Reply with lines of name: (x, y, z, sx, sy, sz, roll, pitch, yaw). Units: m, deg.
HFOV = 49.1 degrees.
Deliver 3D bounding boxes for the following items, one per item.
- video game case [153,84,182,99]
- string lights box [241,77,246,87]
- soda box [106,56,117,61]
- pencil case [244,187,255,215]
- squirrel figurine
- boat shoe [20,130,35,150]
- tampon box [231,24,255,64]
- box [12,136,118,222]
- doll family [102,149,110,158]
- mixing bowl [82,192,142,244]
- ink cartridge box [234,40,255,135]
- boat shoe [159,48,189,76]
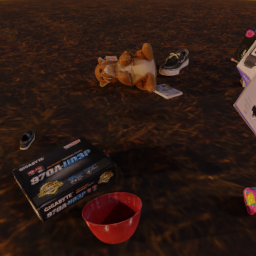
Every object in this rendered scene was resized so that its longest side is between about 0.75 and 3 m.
video game case: (1.644, -1.607, 12.165, 0.856, 0.108, 1.195, -19, 36, -28)
string lights box: (5.845, -2.092, 12.705, 1.253, 0.369, 0.644, 4, 31, 6)
soda box: (-0.807, -3.197, 14.393, 0.565, 0.534, 1.669, -3, 31, -5)
pencil case: (3.411, 1.606, 6.358, 1.491, 0.659, 0.659, -2, 31, -5)
squirrel figurine: (-0.075, -2.533, 12.460, 2.562, 1.943, 2.745, -6, 12, 12)
boat shoe: (-3.163, 0.304, 8.797, 0.330, 0.311, 0.920, -2, 30, 0)
tampon box: (3.658, -2.347, 8.201, 0.748, 0.999, 0.630, 32, 48, 13)
box: (-1.567, 1.147, 7.012, 2.094, 0.482, 1.664, -27, 40, -27)
doll family: (-0.782, 0.914, 7.791, 0.760, 0.342, 0.472, -32, 39, -2)
mixing bowl: (-0.279, 1.886, 5.680, 1.209, 0.655, 1.209, -7, 14, 2)
ink cartridge box: (3.001, -1.110, 5.794, 0.503, 2.317, 2.296, 39, 7, 38)
boat shoe: (2.388, -3.468, 14.482, 0.994, 0.895, 2.812, 16, 34, 24)
